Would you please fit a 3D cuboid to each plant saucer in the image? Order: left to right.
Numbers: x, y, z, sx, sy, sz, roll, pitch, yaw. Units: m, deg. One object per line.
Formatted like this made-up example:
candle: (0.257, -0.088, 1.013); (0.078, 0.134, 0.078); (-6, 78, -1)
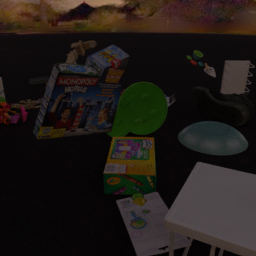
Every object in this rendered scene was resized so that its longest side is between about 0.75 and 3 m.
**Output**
plant saucer: (2.466, 0.169, 8.151); (1.981, 0.381, 1.981); (0, 22, 0)

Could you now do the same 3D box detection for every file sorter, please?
file sorter: (4.645, -2.009, 11.899); (1.033, 1.489, 0.927); (1, 27, 4)
file sorter: (1.701, 1.567, 3.628); (2.137, 1.331, 1.483); (12, 26, 25)

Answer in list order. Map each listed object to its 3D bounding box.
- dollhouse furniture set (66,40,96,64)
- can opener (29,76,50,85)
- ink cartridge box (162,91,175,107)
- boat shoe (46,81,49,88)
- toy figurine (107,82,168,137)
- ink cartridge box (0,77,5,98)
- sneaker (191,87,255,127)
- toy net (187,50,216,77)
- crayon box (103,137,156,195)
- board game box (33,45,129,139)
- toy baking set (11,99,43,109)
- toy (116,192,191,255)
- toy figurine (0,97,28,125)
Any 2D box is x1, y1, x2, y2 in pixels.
dollhouse furniture set: (-1.027, -1.379, 6.703); (0.713, 0.835, 1.610); (-8, 43, 10)
can opener: (-4.199, -2.640, 14.448); (1.784, 0.597, 0.476); (-14, 27, -30)
ink cartridge box: (0.603, -1.088, 11.032); (2.021, 0.438, 2.002); (10, 26, 25)
boat shoe: (-3.380, -1.912, 12.734); (0.631, 0.598, 1.666); (-12, 26, -26)
toy figurine: (-0.039, -0.574, 9.182); (2.116, 1.589, 1.948); (-32, 16, -10)
ink cartridge box: (-5.215, -1.235, 10.340); (0.901, 1.224, 0.885); (8, 24, 19)
sneaker: (3.415, -0.861, 9.914); (1.402, 0.936, 2.447); (-14, 30, -33)
toy net: (1.809, -1.541, 6.751); (0.441, 0.163, 0.842); (-20, 61, -40)
crayon box: (0.088, 0.798, 6.452); (1.073, 0.526, 1.807); (1, 23, 3)
board game box: (-0.772, -0.702, 5.195); (1.762, 1.761, 0.544); (-5, 39, -47)
toy baking set: (-3.833, -0.986, 11.101); (1.509, 0.176, 1.158); (3, 23, 7)
toy: (0.361, 1.644, 4.724); (0.833, 0.341, 1.446); (-8, 24, -13)
toy figurine: (-3.913, -0.435, 9.289); (1.042, 0.850, 1.133); (13, 47, 7)
